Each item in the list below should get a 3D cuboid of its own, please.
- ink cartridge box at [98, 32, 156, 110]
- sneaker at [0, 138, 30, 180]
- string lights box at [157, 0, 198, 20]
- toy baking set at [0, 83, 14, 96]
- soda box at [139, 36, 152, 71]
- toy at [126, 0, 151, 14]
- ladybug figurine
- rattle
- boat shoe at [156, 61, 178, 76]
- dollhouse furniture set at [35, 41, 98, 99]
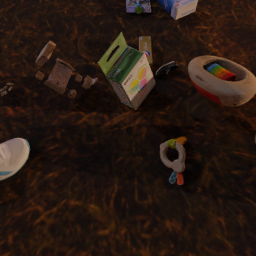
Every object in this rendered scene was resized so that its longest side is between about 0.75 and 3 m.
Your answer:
[{"bbox_3d":[0.061,-1.829,9.589,0.762,2.571,1.335,31,78,27],"label":"ink cartridge box"},{"bbox_3d":[-4.545,1.147,8.963,2.853,1.152,1.091,-30,65,-16],"label":"sneaker"},{"bbox_3d":[2.071,-6.163,13.092,1.163,0.667,2.263,-28,66,-15],"label":"string lights box"},{"bbox_3d":[-4.705,-1.487,10.685,0.838,0.098,0.643,15,60,41],"label":"toy baking set"},{"bbox_3d":[0.712,-3.036,11.526,0.493,0.522,1.541,0,62,0],"label":"soda box"},{"bbox_3d":[0.477,-6.259,13.268,1.136,0.466,1.972,-1,62,-2],"label":"toy"},{"bbox_3d":[3.340,-1.715,10.253,1.984,1.051,2.922,-17,43,-19],"label":"ladybug figurine"},{"bbox_3d":[1.723,1.108,9.510,0.964,1.057,1.480,-27,78,21],"label":"rattle"},{"bbox_3d":[1.564,-2.343,11.250,1.006,0.361,0.340,-29,61,-17],"label":"boat shoe"},{"bbox_3d":[-2.243,-1.923,10.079,2.117,0.937,1.097,31,67,-26],"label":"dollhouse furniture set"}]
